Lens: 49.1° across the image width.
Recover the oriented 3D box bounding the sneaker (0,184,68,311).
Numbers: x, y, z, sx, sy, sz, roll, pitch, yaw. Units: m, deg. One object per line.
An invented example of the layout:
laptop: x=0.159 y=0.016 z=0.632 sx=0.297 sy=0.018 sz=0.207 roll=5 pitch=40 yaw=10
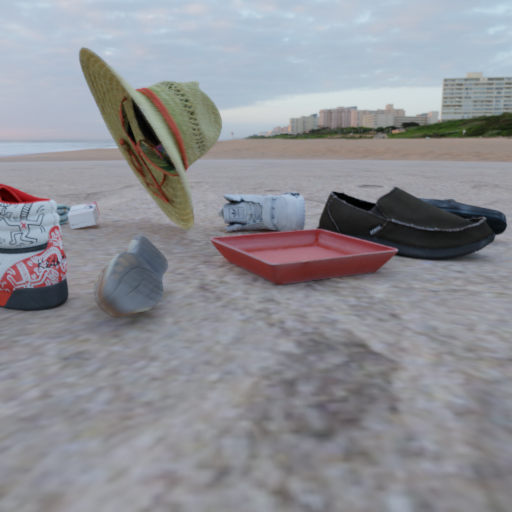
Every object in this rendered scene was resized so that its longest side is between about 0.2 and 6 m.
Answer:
sneaker: x=-3.600 y=-0.167 z=6.849 sx=2.694 sy=1.444 sz=0.899 roll=2 pitch=12 yaw=11

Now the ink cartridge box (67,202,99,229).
ink cartridge box: x=-3.836 y=-0.905 z=12.468 sx=0.568 sy=0.331 sz=0.785 roll=-12 pitch=22 yaw=-7

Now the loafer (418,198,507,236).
loafer: x=3.861 y=-0.855 z=11.125 sx=2.146 sy=0.781 sz=0.776 roll=9 pitch=52 yaw=30

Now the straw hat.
straw hat: x=-1.724 y=-2.683 z=11.532 sx=1.811 sy=4.279 sz=4.279 roll=-34 pitch=23 yaw=-15

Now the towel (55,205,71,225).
towel: x=-5.495 y=-0.923 z=12.708 sx=1.732 sy=0.487 sz=2.024 roll=10 pitch=15 yaw=36

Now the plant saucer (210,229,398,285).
plant saucer: x=0.663 y=-0.013 z=8.660 sx=2.160 sy=0.397 sz=2.164 roll=-6 pitch=14 yaw=-27

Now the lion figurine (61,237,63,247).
lion figurine: x=-3.653 y=-0.137 z=9.560 sx=0.611 sy=0.362 sz=0.998 roll=-10 pitch=0 yaw=-10

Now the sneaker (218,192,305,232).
sneaker: x=0.070 y=-0.853 z=11.564 sx=1.345 sy=0.879 sz=2.340 roll=-5 pitch=8 yaw=-19

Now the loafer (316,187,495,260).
loafer: x=2.489 y=-0.635 z=9.783 sx=3.143 sy=1.121 sz=1.147 roll=6 pitch=14 yaw=27

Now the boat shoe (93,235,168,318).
boat shoe: x=-1.530 y=0.342 z=6.580 sx=0.690 sy=0.727 sz=1.921 roll=-38 pitch=9 yaw=9
